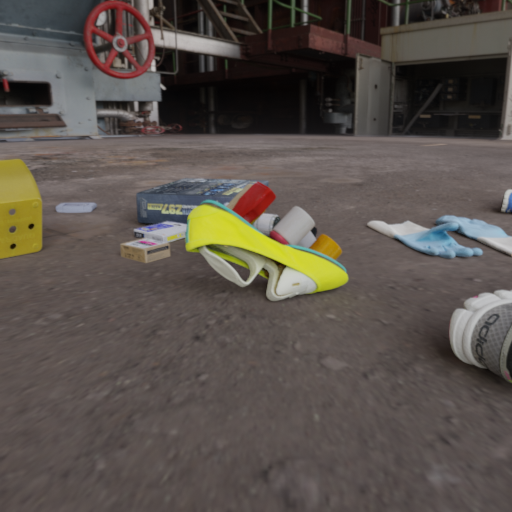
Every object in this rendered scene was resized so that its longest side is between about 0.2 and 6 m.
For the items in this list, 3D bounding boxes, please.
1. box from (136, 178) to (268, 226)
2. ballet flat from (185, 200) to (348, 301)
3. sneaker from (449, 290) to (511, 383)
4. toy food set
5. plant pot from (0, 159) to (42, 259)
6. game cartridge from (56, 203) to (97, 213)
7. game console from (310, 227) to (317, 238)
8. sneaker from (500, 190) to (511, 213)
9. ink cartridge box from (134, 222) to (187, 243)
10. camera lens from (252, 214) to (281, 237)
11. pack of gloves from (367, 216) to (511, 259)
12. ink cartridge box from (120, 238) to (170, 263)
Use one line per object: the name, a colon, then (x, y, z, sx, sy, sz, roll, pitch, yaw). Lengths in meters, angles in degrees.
box: (-1.296, -1.491, 15.099, 2.650, 0.857, 3.361, 3, 16, 14)
ballet flat: (0.144, 0.150, 8.809, 2.854, 0.957, 0.953, 27, -29, -19)
sneaker: (3.887, 0.890, 6.282, 3.131, 1.155, 1.370, -7, 17, -9)
toy food set: (0.114, -0.398, 10.747, 1.344, 1.426, 2.987, -46, 45, -6)
plant pot: (-5.315, -0.841, 11.487, 1.789, 1.789, 1.578, -15, 34, -43)
game cartridge: (-5.127, -1.373, 15.954, 1.014, 0.207, 0.675, -1, 12, -2)
game console: (0.619, -0.325, 11.556, 1.009, 0.869, 0.599, 14, -6, 39)
sneaker: (7.687, -1.544, 15.762, 0.913, 0.804, 2.048, 25, 35, 37)
ink cartridge box: (-2.097, -0.548, 12.940, 1.025, 0.244, 1.037, 11, 19, 39)
camera lens: (0.222, -0.716, 12.989, 0.649, 0.519, 0.519, 9, 18, 26)
pack of gloves: (4.504, -0.670, 12.629, 2.792, 0.656, 3.323, -5, 17, -14)
ink cartridge box: (-2.233, -0.116, 11.289, 0.795, 0.299, 0.655, 11, 20, 37)
